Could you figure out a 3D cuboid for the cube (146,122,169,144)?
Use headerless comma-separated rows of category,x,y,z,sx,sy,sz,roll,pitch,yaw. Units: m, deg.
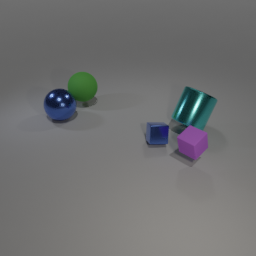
cube,1.096,0.186,10.534,0.700,0.700,0.700,0,12,-9

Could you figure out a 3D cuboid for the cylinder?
cylinder,2.647,-0.770,11.240,1.400,1.400,1.400,23,9,-4

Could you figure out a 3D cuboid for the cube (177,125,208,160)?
cube,2.119,0.473,9.166,0.700,0.700,0.700,-39,45,-24

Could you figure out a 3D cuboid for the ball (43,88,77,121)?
ball,-2.938,-1.008,12.141,1.400,1.400,1.400,0,30,0

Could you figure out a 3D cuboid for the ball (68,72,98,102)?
ball,-2.141,-1.948,13.237,1.400,1.400,1.400,0,30,0
